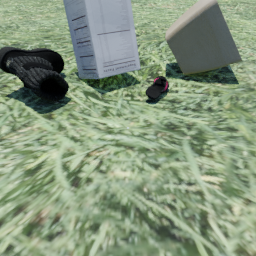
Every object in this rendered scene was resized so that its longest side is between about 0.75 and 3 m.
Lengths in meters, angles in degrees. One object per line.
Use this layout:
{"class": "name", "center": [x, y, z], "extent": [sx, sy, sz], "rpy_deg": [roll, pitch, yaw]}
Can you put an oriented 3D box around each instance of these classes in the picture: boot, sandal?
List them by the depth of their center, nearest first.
{"class": "sandal", "center": [0.964, -1.285, 8.503], "extent": [0.532, 0.319, 1.418], "rpy_deg": [36, 38, 4]}
{"class": "boot", "center": [-2.442, -1.666, 8.667], "extent": [1.984, 0.998, 2.653], "rpy_deg": [30, 25, 21]}

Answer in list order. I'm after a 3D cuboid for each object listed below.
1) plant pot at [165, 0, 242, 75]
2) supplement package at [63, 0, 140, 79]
{"class": "plant pot", "center": [2.471, -3.077, 9.782], "extent": [1.899, 2.146, 2.143], "rpy_deg": [-26, 22, 21]}
{"class": "supplement package", "center": [-0.864, -3.157, 9.009], "extent": [1.646, 2.893, 1.585], "rpy_deg": [-19, 19, -29]}
